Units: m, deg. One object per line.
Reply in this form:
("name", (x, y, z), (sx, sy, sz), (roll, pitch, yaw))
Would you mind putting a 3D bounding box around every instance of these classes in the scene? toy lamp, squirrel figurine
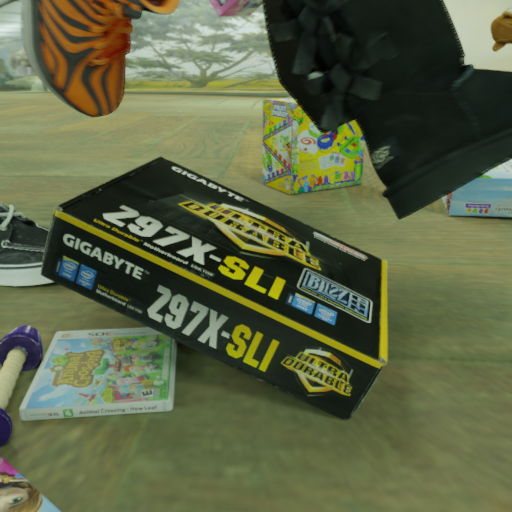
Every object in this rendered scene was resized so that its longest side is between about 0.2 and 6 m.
("toy lamp", (-2.128, 1.046, 4.829), (0.426, 0.426, 1.463), (-3, 23, -9))
("squirrel figurine", (4.023, -3.196, 8.039), (1.152, 0.874, 1.235), (1, 45, -10))

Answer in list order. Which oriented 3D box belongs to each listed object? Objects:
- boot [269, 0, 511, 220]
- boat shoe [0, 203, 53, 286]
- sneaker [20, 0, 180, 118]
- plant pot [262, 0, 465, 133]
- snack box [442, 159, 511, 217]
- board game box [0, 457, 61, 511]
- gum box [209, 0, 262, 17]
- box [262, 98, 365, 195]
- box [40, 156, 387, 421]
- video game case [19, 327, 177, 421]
("boot", (1.214, -1.343, 3.813), (2.100, 1.721, 0.777), (-26, -3, -31))
("boat shoe", (-3.478, -0.246, 7.503), (2.821, 0.956, 1.012), (5, 21, 13))
("sneaker", (-1.557, -2.516, 5.876), (1.698, 3.030, 1.176), (28, 60, 18))
("plant pot", (1.083, -3.025, 6.910), (1.952, 1.736, 1.957), (-28, 41, 4))
("snack box", (4.659, -1.390, 10.847), (1.998, 0.802, 2.369), (4, 21, 13))
("board game box", (-1.543, 1.899, 2.445), (1.872, 0.408, 1.881), (17, 26, 37))
("gum box", (-0.274, -5.095, 10.881), (0.787, 0.459, 1.387), (-29, 7, 35))
("box", (1.259, -2.464, 12.216), (1.952, 1.880, 1.191), (-10, 23, -28))
("box", (-0.179, 0.097, 5.521), (2.928, 0.723, 2.338), (25, 25, 4))
("video game case", (-1.372, 1.032, 5.198), (1.232, 0.149, 1.353), (-2, 20, -6))
